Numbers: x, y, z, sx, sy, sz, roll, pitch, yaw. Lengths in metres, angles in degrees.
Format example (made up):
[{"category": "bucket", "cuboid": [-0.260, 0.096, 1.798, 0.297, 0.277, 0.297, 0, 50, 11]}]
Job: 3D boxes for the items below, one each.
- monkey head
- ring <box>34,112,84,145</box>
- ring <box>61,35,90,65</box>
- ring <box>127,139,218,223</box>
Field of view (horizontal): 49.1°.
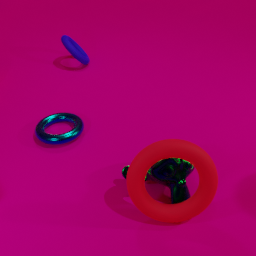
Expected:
[{"category": "monkey head", "cuboid": [0.802, 0.916, 5.648, 1.701, 1.224, 1.025, -12, 4, -23]}, {"category": "ring", "cuboid": [-1.713, -0.009, 7.021, 1.223, 0.245, 1.223, -1, 35, 1]}, {"category": "ring", "cuboid": [-1.819, -2.714, 9.730, 0.251, 1.257, 1.257, -41, 41, 13]}, {"category": "ring", "cuboid": [0.767, 0.946, 4.898, 1.589, 1.589, 0.318, 1, 17, 2]}]
